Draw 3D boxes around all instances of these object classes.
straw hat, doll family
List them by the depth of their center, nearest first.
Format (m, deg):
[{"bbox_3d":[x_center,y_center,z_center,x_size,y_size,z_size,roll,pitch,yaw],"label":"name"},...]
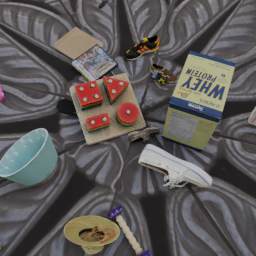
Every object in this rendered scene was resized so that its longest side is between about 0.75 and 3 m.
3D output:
[{"bbox_3d":[-1.201,3.692,9.235,1.844,1.844,0.781,4,103,2],"label":"straw hat"},{"bbox_3d":[1.441,-2.242,12.801,0.941,0.544,0.369,38,42,20],"label":"doll family"}]

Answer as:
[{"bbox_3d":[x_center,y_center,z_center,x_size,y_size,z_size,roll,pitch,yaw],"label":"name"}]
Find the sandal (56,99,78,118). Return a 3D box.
[{"bbox_3d":[-1.984,-0.802,11.963,2.262,0.484,0.860,8,61,5],"label":"sandal"}]

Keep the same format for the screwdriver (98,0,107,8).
[{"bbox_3d":[-1.102,-7.236,15.763,0.231,0.241,1.659,32,62,16],"label":"screwdriver"}]

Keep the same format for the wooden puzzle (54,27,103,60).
[{"bbox_3d":[-2.431,-4.064,13.921,1.843,0.343,1.705,36,66,13],"label":"wooden puzzle"}]

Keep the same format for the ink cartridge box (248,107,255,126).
[{"bbox_3d":[5.835,-0.410,11.417,1.446,1.047,0.607,25,63,14],"label":"ink cartridge box"}]

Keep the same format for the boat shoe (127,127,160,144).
[{"bbox_3d":[0.658,0.356,11.319,1.342,0.500,0.492,-13,62,4],"label":"boat shoe"}]

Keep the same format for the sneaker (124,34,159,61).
[{"bbox_3d":[0.647,-3.969,13.527,1.908,0.859,0.667,-24,63,-13],"label":"sneaker"}]

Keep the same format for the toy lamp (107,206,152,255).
[{"bbox_3d":[0.115,3.708,9.357,0.651,0.651,2.238,-31,65,-16],"label":"toy lamp"}]

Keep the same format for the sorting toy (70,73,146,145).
[{"bbox_3d":[-0.797,-0.941,11.386,2.543,0.890,2.558,-17,76,-14],"label":"sorting toy"}]

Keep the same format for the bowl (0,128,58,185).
[{"bbox_3d":[-3.446,1.183,10.181,2.209,1.156,2.209,-25,35,19],"label":"bowl"}]

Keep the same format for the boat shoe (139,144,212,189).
[{"bbox_3d":[1.618,1.693,10.222,2.757,1.019,1.176,28,67,9],"label":"boat shoe"}]

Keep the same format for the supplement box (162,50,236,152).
[{"bbox_3d":[2.642,-0.963,10.819,1.762,2.622,2.624,19,62,10],"label":"supplement box"}]

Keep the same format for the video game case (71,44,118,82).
[{"bbox_3d":[-1.562,-3.039,13.224,1.669,0.213,1.508,-41,79,-20],"label":"video game case"}]

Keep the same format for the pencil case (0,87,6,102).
[{"bbox_3d":[-5.805,-1.617,12.454,0.476,0.461,1.016,-40,65,19],"label":"pencil case"}]

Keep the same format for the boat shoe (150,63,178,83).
[{"bbox_3d":[1.654,-2.549,12.925,1.404,0.520,0.519,28,64,15],"label":"boat shoe"}]
